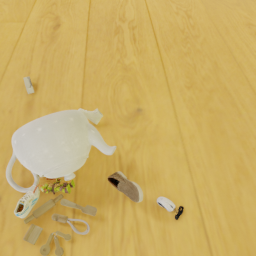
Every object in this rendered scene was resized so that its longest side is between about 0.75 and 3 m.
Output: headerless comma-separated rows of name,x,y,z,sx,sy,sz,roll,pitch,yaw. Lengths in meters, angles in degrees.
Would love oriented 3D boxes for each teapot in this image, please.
teapot,-2.090,0.703,8.246,2.454,2.486,1.816,-17,82,-42

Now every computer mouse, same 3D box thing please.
computer mouse,1.177,2.213,7.961,0.817,0.179,0.448,30,55,25

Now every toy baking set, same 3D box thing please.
toy baking set,-1.850,2.560,7.601,1.923,0.224,1.476,-38,64,-21

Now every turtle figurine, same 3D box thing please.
turtle figurine,-2.080,1.717,8.012,0.965,0.385,1.197,-2,5,14

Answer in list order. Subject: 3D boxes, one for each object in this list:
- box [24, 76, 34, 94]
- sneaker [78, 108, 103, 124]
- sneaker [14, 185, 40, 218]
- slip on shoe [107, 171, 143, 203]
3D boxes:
box,-4.105,-1.776,11.583,0.268,0.322,0.783,-17,51,-16
sneaker,-1.313,-0.561,10.043,0.880,0.508,0.324,34,15,-24
sneaker,-2.732,1.977,7.615,0.354,0.374,0.926,15,65,18
slip on shoe,-0.095,1.654,7.842,0.419,0.525,1.382,-6,26,-32
